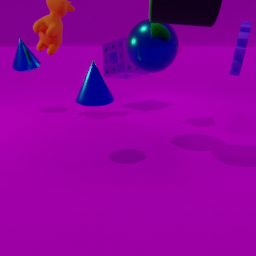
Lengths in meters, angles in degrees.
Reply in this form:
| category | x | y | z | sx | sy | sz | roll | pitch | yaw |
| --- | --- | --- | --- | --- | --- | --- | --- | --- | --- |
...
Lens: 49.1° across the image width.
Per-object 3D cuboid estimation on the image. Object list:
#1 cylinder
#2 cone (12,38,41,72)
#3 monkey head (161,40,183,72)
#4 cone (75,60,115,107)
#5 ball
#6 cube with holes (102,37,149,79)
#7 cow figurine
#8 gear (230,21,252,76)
| category | x | y | z | sx | sy | sz | roll | pitch | yaw |
| --- | --- | --- | --- | --- | --- | --- | --- | --- | --- |
| cylinder | 1.192 | -2.888 | 5.855 | 1.377 | 1.377 | 1.377 | 6 | 19 | 5 |
| cone | -3.887 | -2.820 | 10.410 | 1.065 | 1.069 | 1.065 | 0 | 39 | 0 |
| monkey head | 1.111 | -2.505 | 9.012 | 1.643 | 1.182 | 0.990 | 2 | 35 | -25 |
| cone | -0.759 | -1.063 | 6.297 | 0.905 | 0.908 | 0.905 | 0 | 26 | 0 |
| ball | 0.608 | -2.061 | 7.068 | 1.325 | 1.325 | 1.325 | 0 | 18 | 0 |
| cube with holes | -0.102 | -2.787 | 11.477 | 1.321 | 1.321 | 1.321 | -4 | 3 | -43 |
| cow figurine | -2.565 | -3.624 | 9.778 | 0.949 | 1.729 | 1.702 | 21 | 53 | 5 |
| gear | 3.080 | -2.154 | 7.665 | 0.259 | 1.399 | 1.399 | 13 | 21 | 18 |
